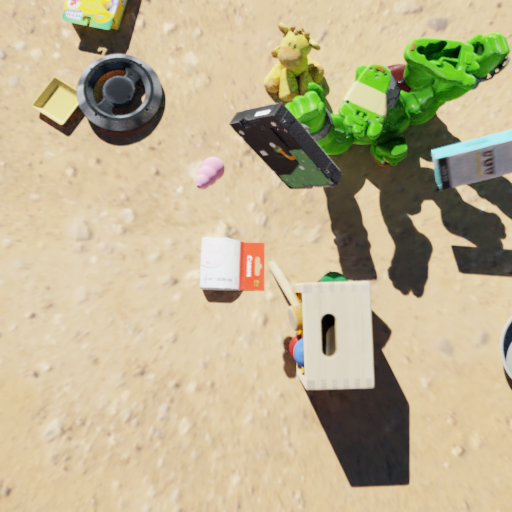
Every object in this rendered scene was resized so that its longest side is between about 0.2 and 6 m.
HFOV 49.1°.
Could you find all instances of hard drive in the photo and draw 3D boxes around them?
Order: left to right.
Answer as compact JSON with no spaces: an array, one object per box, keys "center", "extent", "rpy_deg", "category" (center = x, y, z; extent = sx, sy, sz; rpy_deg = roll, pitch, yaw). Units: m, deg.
[{"center":[0.500,-1.758,9.232],"extent":[1.725,1.205,0.326],"rpy_deg":[43,69,-31],"category":"hard drive"}]

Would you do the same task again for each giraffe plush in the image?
[{"center":[0.821,-4.092,11.548],"extent":[1.289,1.211,1.494],"rpy_deg":[4,78,1],"category":"giraffe plush"}]

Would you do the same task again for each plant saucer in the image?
[{"center":[-4.173,-3.257,11.895],"extent":[0.832,0.202,0.832],"rpy_deg":[32,80,7],"category":"plant saucer"}]

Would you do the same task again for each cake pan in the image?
[{"center":[5.509,1.828,10.762],"extent":[1.765,0.324,1.765],"rpy_deg":[0,78,0],"category":"cake pan"}]

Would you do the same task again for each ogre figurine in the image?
[{"center":[2.508,-2.925,10.692],"extent":[4.055,2.431,1.990],"rpy_deg":[-40,85,-6],"category":"ogre figurine"}]

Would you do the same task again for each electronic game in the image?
[{"center":[-2.883,-3.446,11.839],"extent":[1.770,0.368,1.770],"rpy_deg":[1,78,-7],"category":"electronic game"}]

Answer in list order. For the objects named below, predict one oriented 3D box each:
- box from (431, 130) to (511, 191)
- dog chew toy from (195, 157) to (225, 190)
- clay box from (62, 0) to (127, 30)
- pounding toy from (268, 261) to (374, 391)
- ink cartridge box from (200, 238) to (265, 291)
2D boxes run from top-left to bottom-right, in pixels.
[{"center":[4.080,-1.751,10.112],"extent":[1.656,0.407,0.681],"rpy_deg":[-13,122,12],"category":"box"},{"center":[-0.758,-1.283,8.853],"extent":[0.377,0.377,0.605],"rpy_deg":[30,57,6],"category":"dog chew toy"},{"center":[-3.423,-5.804,12.284],"extent":[1.140,0.472,1.984],"rpy_deg":[13,78,3],"category":"clay box"},{"center":[1.092,1.133,10.176],"extent":[1.601,2.073,2.252],"rpy_deg":[-2,86,-1],"category":"pounding toy"},{"center":[-0.469,0.166,11.133],"extent":[1.257,0.359,1.022],"rpy_deg":[0,78,4],"category":"ink cartridge box"}]
